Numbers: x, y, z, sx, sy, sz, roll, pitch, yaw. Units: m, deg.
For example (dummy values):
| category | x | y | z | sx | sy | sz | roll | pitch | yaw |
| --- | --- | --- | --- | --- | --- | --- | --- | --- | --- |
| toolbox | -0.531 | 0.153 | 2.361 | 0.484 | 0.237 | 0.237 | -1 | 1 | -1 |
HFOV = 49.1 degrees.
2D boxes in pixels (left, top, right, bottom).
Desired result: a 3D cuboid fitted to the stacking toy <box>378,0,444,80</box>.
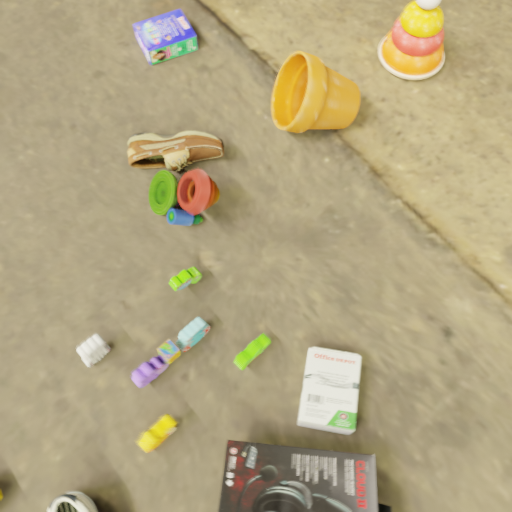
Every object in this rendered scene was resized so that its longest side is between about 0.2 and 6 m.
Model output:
| category | x | y | z | sx | sy | sz | roll | pitch | yaw |
| --- | --- | --- | --- | --- | --- | --- | --- | --- | --- |
| stacking toy | 3.453 | -4.855 | 11.733 | 1.453 | 1.989 | 1.453 | 0 | 63 | 0 |

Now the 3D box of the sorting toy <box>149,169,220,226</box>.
| category | x | y | z | sx | sy | sz | roll | pitch | yaw |
| --- | --- | --- | --- | --- | --- | --- | --- | --- | --- |
| sorting toy | -1.280 | -1.069 | 10.469 | 1.698 | 0.697 | 1.020 | 6 | 91 | 46 |

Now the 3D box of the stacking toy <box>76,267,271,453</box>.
| category | x | y | z | sx | sy | sz | roll | pitch | yaw |
| --- | --- | --- | --- | --- | --- | --- | --- | --- | --- |
| stacking toy | -1.378 | 1.608 | 9.340 | 2.633 | 0.619 | 1.985 | -38 | 72 | -20 |

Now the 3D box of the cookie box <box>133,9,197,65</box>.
| category | x | y | z | sx | sy | sz | roll | pitch | yaw |
| --- | --- | --- | --- | --- | --- | --- | --- | --- | --- |
| cookie box | -2.038 | -4.939 | 12.640 | 1.151 | 0.433 | 0.985 | -23 | 66 | -11 |

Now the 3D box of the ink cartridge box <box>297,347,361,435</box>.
| category | x | y | z | sx | sy | sz | roll | pitch | yaw |
| --- | --- | --- | --- | --- | --- | --- | --- | --- | --- |
| ink cartridge box | 1.190 | 2.174 | 9.058 | 0.890 | 0.504 | 1.214 | 10 | 64 | 5 |

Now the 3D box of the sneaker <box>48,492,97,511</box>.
| category | x | y | z | sx | sy | sz | roll | pitch | yaw |
| --- | --- | --- | --- | --- | --- | --- | --- | --- | --- |
| sneaker | -2.359 | 4.595 | 7.593 | 0.997 | 0.966 | 2.730 | -24 | 66 | -11 |

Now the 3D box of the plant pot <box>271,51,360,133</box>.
| category | x | y | z | sx | sy | sz | roll | pitch | yaw |
| --- | --- | --- | --- | --- | --- | --- | --- | --- | --- |
| plant pot | 1.250 | -3.144 | 11.203 | 1.377 | 1.504 | 1.504 | 6 | 60 | -26 |

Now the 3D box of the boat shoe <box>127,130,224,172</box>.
| category | x | y | z | sx | sy | sz | roll | pitch | yaw |
| --- | --- | --- | --- | --- | --- | --- | --- | --- | --- |
| boat shoe | -1.609 | -1.993 | 11.077 | 1.950 | 0.738 | 0.720 | 0 | 69 | 9 |

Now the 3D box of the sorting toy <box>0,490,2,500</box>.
| category | x | y | z | sx | sy | sz | roll | pitch | yaw |
| --- | --- | --- | --- | --- | --- | --- | --- | --- | --- |
| sorting toy | -4.513 | 4.441 | 8.061 | 1.970 | 0.354 | 2.644 | 21 | 65 | 15 |

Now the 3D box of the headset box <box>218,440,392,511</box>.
| category | x | y | z | sx | sy | sz | roll | pitch | yaw |
| --- | --- | --- | --- | --- | --- | --- | --- | --- | --- |
| headset box | 0.677 | 3.717 | 7.835 | 2.430 | 0.938 | 1.808 | 5 | 48 | 4 |
